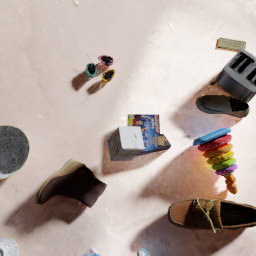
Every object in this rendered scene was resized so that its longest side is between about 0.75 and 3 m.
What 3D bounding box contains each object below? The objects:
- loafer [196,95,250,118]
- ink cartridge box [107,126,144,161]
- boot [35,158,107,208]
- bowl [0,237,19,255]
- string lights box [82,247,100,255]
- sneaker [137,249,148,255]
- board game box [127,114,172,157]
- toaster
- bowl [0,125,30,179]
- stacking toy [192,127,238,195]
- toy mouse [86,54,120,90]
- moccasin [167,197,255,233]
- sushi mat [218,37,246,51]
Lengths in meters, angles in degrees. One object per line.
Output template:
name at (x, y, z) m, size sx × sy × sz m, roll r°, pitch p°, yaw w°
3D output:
loafer at (3.603, -0.904, 10.517) m, size 2.049 × 0.700 × 0.775 m, roll 8°, pitch 70°, yaw 3°
ink cartridge box at (-0.090, 0.523, 9.092) m, size 0.787 × 1.088 × 0.801 m, roll 1°, pitch 62°, yaw -25°
boot at (-1.894, 2.140, 9.357) m, size 1.668 × 0.725 × 2.005 m, roll 37°, pitch 70°, yaw 14°
bowl at (-4.013, 3.977, 8.805) m, size 1.027 × 0.482 × 1.027 m, roll 0°, pitch 70°, yaw -1°
string lights box at (-0.893, 4.452, 8.359) m, size 0.793 × 0.455 × 1.543 m, roll -43°, pitch 54°, yaw -12°
sneaker at (0.258, 4.863, 8.257) m, size 0.976 × 0.925 × 2.417 m, roll 0°, pitch 65°, yaw 9°
board game box at (0.752, 0.305, 10.178) m, size 1.590 × 0.491 × 1.591 m, roll 1°, pitch 69°, yaw -1°
toaster at (4.412, -1.970, 10.733) m, size 1.609 × 1.056 × 1.779 m, roll 42°, pitch 75°, yaw 15°
bowl at (-4.213, 0.917, 9.733) m, size 1.898 × 0.891 × 1.898 m, roll 0°, pitch 70°, yaw 1°
stacking toy at (3.261, 1.198, 9.608) m, size 1.232 × 1.302 × 2.244 m, roll -21°, pitch 82°, yaw -4°
toy mouse at (-1.126, -2.453, 11.300) m, size 1.507 × 0.328 × 1.696 m, roll 38°, pitch 74°, yaw 13°
moccasin at (2.755, 2.781, 8.892) m, size 2.966 × 1.145 × 1.085 m, roll 7°, pitch 70°, yaw 3°
sushi mat at (4.407, -3.529, 11.847) m, size 1.173 × 0.071 × 0.561 m, roll 11°, pitch 69°, yaw 4°
